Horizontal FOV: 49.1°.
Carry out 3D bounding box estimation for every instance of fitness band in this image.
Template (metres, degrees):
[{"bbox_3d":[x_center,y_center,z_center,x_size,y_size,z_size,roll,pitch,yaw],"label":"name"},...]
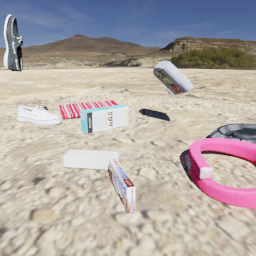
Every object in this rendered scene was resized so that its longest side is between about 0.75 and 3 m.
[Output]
[{"bbox_3d":[2.553,0.889,6.576,2.147,0.559,2.989,1,16,1],"label":"fitness band"}]

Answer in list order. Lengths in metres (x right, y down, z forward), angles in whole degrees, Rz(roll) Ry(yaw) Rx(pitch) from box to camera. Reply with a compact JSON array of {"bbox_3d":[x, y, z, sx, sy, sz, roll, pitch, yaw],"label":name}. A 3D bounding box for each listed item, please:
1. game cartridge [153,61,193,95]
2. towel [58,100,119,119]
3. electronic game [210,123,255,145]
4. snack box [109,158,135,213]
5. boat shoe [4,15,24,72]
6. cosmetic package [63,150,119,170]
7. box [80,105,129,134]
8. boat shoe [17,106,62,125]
[{"bbox_3d":[1.558,-1.835,10.291,0.424,1.380,2.073,-44,5,0],"label":"game cartridge"},{"bbox_3d":[-1.754,-0.873,13.450,2.958,0.333,2.139,-7,19,-17],"label":"towel"},{"bbox_3d":[3.759,0.302,8.815,2.268,0.472,2.268,-2,16,1],"label":"electronic game"},{"bbox_3d":[-0.141,1.120,5.744,0.179,0.530,1.476,-4,16,-16],"label":"snack box"},{"bbox_3d":[-3.681,-2.732,9.161,0.537,1.780,0.673,10,29,-2],"label":"boat shoe"},{"bbox_3d":[-0.929,0.817,7.217,1.328,0.336,0.548,2,15,8],"label":"cosmetic package"},{"bbox_3d":[-0.862,-0.371,10.712,1.933,0.795,0.475,-12,18,-37],"label":"box"},{"bbox_3d":[-3.720,-0.549,11.538,2.074,0.692,0.763,4,16,16],"label":"boat shoe"}]
